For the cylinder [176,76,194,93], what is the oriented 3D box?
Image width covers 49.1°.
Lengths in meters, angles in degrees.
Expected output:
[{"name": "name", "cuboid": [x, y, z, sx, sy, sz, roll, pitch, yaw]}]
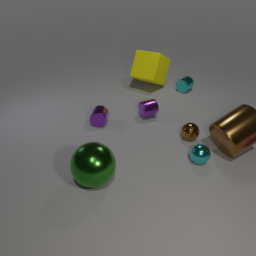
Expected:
[{"name": "cylinder", "cuboid": [2.964, -2.267, 14.599, 0.700, 0.700, 0.700, 24, 40, 33]}]

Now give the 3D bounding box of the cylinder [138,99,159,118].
[{"name": "cylinder", "cuboid": [0.888, -0.868, 12.200, 0.700, 0.700, 0.700, -16, 35, -15]}]

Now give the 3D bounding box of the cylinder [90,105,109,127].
[{"name": "cylinder", "cuboid": [-1.206, -0.494, 11.797, 0.700, 0.700, 0.700, 3, 32, 5]}]

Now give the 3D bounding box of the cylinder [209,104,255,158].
[{"name": "cylinder", "cuboid": [3.837, 0.100, 9.831, 1.400, 1.400, 1.400, -32, 39, -7]}]

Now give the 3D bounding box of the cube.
[{"name": "cube", "cuboid": [1.171, -3.132, 14.605, 1.400, 1.400, 1.400, 17, 7, 30]}]

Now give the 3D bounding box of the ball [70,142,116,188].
[{"name": "ball", "cuboid": [-1.070, 1.125, 8.613, 1.400, 1.400, 1.400, 0, 32, 0]}]

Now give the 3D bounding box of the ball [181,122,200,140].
[{"name": "ball", "cuboid": [2.405, 0.132, 10.815, 0.700, 0.700, 0.700, 0, 32, 0]}]

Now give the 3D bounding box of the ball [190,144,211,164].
[{"name": "ball", "cuboid": [2.476, 0.895, 9.610, 0.700, 0.700, 0.700, 0, 32, 0]}]
